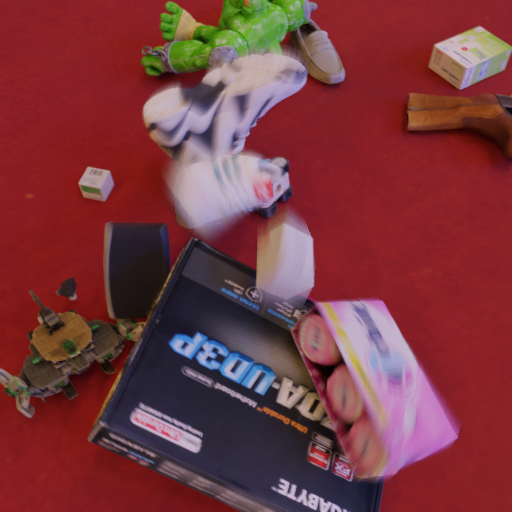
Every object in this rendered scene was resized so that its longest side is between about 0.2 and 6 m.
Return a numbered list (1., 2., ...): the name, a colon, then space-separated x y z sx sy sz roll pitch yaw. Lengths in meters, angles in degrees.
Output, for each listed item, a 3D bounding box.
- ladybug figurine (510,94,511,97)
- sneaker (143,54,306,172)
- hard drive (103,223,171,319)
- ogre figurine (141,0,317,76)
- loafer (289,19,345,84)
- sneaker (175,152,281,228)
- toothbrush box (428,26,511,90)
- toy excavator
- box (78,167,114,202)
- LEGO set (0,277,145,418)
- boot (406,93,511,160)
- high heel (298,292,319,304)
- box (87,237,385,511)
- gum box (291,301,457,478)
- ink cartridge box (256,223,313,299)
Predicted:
1. ladybug figurine: 6.261 -3.616 13.214 0.582 0.309 0.858 29 59 20
2. sneaker: -0.399 -2.475 10.768 3.062 1.993 1.222 -24 50 -2
3. hard drive: -1.862 0.265 8.745 1.040 1.542 0.326 0 15 -8
4. ogre figurine: -0.410 -5.618 13.724 4.408 2.162 2.642 -25 38 -35
5. loafer: 1.499 -5.206 14.063 0.838 0.836 2.396 -21 56 -15
6. sneaker: -0.383 -1.130 9.206 1.161 0.875 2.484 8 26 21
7. toothbrush box: 5.330 -4.946 13.976 1.573 0.677 1.146 -27 58 -17
8. toy excavator: -0.352 -1.408 11.369 1.719 0.858 1.671 23 54 32
9. box: -3.292 -1.478 11.548 0.503 0.433 0.506 12 56 8
10. LEGO set: -3.527 1.508 9.040 3.811 1.080 2.475 9 44 18
11. boot: 4.580 -2.939 12.410 2.386 0.817 2.247 4 54 4
12. high heel: 1.111 0.767 9.693 2.020 0.681 0.971 8 64 10
13. box: 0.093 1.876 7.824 3.803 0.875 3.023 30 52 -9
14. gum box: 1.511 1.694 7.305 1.255 0.731 2.211 2 51 -36
15. ink cartridge box: 0.385 0.088 7.508 0.559 0.562 0.773 26 52 -32
